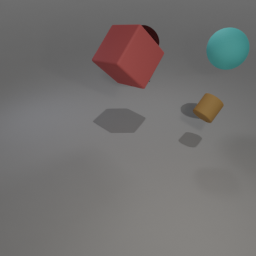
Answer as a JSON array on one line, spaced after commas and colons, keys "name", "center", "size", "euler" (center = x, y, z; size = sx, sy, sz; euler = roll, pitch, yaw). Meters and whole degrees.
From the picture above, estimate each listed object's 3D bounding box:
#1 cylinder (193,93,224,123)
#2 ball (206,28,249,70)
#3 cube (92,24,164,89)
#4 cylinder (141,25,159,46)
[{"name": "cylinder", "center": [2.556, -0.632, 8.933], "size": [0.700, 0.700, 0.700], "euler": [34, 86, 43]}, {"name": "ball", "center": [3.432, -2.725, 9.667], "size": [1.400, 1.400, 1.400], "euler": [0, 31, 0]}, {"name": "cube", "center": [0.006, -2.279, 8.935], "size": [1.400, 1.400, 1.400], "euler": [22, 81, 47]}, {"name": "cylinder", "center": [0.633, -4.172, 14.058], "size": [1.400, 1.400, 1.400], "euler": [-21, -5, -31]}]
